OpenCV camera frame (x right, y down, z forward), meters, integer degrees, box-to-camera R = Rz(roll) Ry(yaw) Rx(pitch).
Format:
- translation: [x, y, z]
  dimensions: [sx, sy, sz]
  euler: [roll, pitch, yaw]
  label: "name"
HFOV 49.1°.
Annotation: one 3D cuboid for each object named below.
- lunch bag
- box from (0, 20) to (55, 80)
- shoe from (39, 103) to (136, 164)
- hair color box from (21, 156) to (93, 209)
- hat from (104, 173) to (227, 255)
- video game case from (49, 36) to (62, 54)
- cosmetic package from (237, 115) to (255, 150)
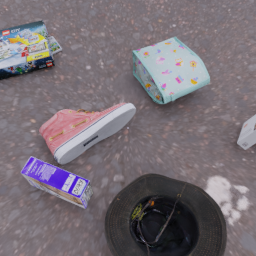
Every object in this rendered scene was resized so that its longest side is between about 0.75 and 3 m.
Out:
- translation: [1.414, -1.838, 9.442]
  dimensions: [1.868, 1.337, 2.193]
  euler: [-24, 56, -15]
  label: "lunch bag"
- translation: [-4.357, -2.824, 10.385]
  dimensions: [2.952, 0.556, 2.016]
  euler: [-16, 60, -6]
  label: "box"
- translation: [-1.235, -0.220, 8.630]
  dimensions: [2.897, 1.035, 1.318]
  euler: [-34, 68, -15]
  label: "shoe"
- translation: [-1.892, 1.501, 7.634]
  dimensions: [1.792, 0.979, 0.581]
  euler: [18, 61, 11]
  label: "hair color box"
- translation: [0.883, 2.574, 6.931]
  dimensions: [2.840, 1.146, 2.840]
  euler: [-2, 52, 3]
  label: "hat"
- translation: [-3.170, -3.118, 10.892]
  dimensions: [0.951, 0.105, 0.867]
  euler: [-30, 63, -15]
  label: "video game case"
- translation: [3.912, -0.110, 8.198]
  dimensions: [0.366, 1.416, 1.068]
  euler: [40, 48, 2]
  label: "cosmetic package"
